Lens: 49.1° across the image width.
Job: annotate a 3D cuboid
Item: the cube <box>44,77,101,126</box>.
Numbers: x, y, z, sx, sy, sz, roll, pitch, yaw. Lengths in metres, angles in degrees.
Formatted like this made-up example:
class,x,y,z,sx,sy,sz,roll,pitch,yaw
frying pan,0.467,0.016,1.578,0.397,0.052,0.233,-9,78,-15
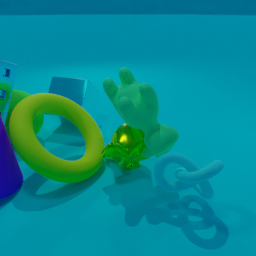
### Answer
class,x,y,z,sx,sy,sz,roll,pitch,yaw
cube,-1.492,-0.682,7.668,1.057,1.057,1.057,7,-13,16

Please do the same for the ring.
class,x,y,z,sx,sy,sz,roll,pitch,yaw
ring,-1.359,0.152,5.708,2.069,0.414,2.069,29,38,-26

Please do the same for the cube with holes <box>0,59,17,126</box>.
class,x,y,z,sx,sy,sz,roll,pitch,yaw
cube with holes,-3.409,-0.894,5.748,1.360,1.360,1.360,16,5,27

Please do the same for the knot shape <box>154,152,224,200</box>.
class,x,y,z,sx,sy,sz,roll,pitch,yaw
knot shape,1.078,0.843,4.711,1.132,1.059,0.523,-6,55,31

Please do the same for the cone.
class,x,y,z,sx,sy,sz,roll,pitch,yaw
cone,-2.607,0.128,5.039,1.682,1.688,1.682,16,16,-5

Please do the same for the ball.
class,x,y,z,sx,sy,sz,roll,pitch,yaw
ball,-2.765,-0.273,6.904,1.328,1.328,1.328,0,24,0

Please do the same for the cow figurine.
class,x,y,z,sx,sy,sz,roll,pitch,yaw
cow figurine,0.272,-0.215,5.244,0.851,1.525,1.550,-36,47,-6

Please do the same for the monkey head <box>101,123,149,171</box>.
class,x,y,z,sx,sy,sz,roll,pitch,yaw
monkey head,-0.095,0.306,5.761,1.107,1.539,0.928,14,39,-35
